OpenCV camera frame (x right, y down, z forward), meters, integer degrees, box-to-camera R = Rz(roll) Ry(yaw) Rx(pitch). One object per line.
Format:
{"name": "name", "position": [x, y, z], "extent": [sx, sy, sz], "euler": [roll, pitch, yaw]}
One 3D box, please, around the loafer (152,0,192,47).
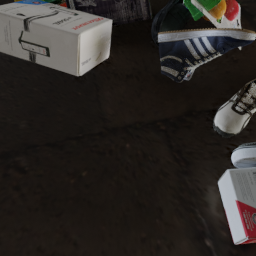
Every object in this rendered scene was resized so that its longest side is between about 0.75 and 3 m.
{"name": "loafer", "position": [1.533, -3.598, 8.971], "extent": [0.943, 0.913, 2.688], "euler": [-10, 43, 46]}

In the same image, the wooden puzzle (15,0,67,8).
{"name": "wooden puzzle", "position": [-2.666, -4.063, 9.718], "extent": [2.936, 0.343, 1.981], "euler": [2, 59, 1]}

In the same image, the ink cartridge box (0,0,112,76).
{"name": "ink cartridge box", "position": [-2.092, -2.667, 7.964], "extent": [2.780, 1.172, 2.030], "euler": [18, 36, 13]}

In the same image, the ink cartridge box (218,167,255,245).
{"name": "ink cartridge box", "position": [3.147, 1.601, 5.962], "extent": [1.968, 0.815, 1.434], "euler": [-4, 59, -3]}

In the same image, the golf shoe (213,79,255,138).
{"name": "golf shoe", "position": [2.990, -0.663, 7.258], "extent": [0.828, 1.007, 2.131], "euler": [38, 67, 19]}

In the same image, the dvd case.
{"name": "dvd case", "position": [-0.706, -4.123, 8.528], "extent": [2.658, 1.976, 0.212], "euler": [-4, 23, 18]}

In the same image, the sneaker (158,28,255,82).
{"name": "sneaker", "position": [1.994, -1.906, 7.492], "extent": [2.559, 1.388, 0.897], "euler": [8, 16, 32]}

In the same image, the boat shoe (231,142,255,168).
{"name": "boat shoe", "position": [3.673, 0.451, 6.603], "extent": [2.765, 0.997, 0.981], "euler": [0, 65, -12]}

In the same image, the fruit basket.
{"name": "fruit basket", "position": [2.759, -3.812, 8.777], "extent": [2.362, 1.107, 2.188], "euler": [32, 55, -32]}
